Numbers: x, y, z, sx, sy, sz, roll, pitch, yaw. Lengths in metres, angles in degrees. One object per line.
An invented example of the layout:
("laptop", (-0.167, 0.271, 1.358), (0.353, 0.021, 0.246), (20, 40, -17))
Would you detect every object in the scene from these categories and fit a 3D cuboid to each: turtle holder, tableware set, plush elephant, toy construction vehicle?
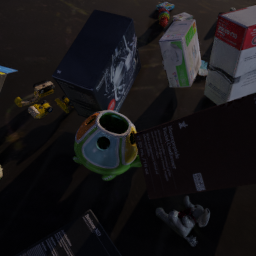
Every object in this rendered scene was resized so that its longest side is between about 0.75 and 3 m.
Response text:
("turtle holder", (-0.365, 0.456, 7.138), (2.053, 1.458, 1.560), (43, 50, 17))
("tableware set", (2.625, -4.521, 13.021), (1.059, 0.321, 1.602), (-4, 45, -4))
("plush elephant", (1.326, 1.932, 6.185), (1.081, 0.890, 0.837), (44, 70, 1))
("toy construction vehicle", (-2.597, -0.854, 9.196), (1.485, 0.601, 1.706), (39, 52, 24))

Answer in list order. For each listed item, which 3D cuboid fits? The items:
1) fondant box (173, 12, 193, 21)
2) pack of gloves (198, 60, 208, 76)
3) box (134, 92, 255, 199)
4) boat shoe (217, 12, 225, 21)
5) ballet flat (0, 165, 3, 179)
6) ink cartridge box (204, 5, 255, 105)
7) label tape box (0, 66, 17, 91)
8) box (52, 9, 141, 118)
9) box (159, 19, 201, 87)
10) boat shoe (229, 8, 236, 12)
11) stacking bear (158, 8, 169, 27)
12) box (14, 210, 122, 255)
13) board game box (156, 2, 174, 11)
("fondant box", (2.754, -5.514, 14.080), (0.824, 0.240, 0.594), (-27, 51, -26))
("pack of gloves", (2.689, -2.473, 11.021), (0.921, 0.216, 1.096), (5, 44, 7))
("box", (1.657, 0.420, 5.462), (1.112, 2.967, 1.486), (-2, 75, -52))
("boat shoe", (5.184, -5.674, 14.121), (1.424, 0.403, 0.489), (-12, 46, -12))
("ballet flat", (-3.876, 0.729, 7.566), (0.691, 0.584, 1.828), (-29, 51, -27))
("ink cartridge box", (3.764, -2.197, 8.910), (2.064, 2.860, 1.198), (-20, 45, -19))
("label tape box", (-5.521, -1.614, 9.481), (2.058, 0.903, 2.854), (17, 20, 16))
("box", (-0.731, -1.659, 8.177), (1.258, 2.201, 2.417), (20, 72, 18))
("box", (1.855, -2.584, 9.775), (0.860, 1.779, 1.570), (4, 42, 29))
("boat shoe", (5.173, -4.749, 12.922), (0.722, 0.865, 2.318), (-2, 50, -9))
("stacking bear", (1.757, -5.355, 13.755), (0.554, 0.592, 0.974), (3, 53, 3))
("box", (-0.752, 2.992, 5.025), (1.708, 0.954, 2.420), (-28, 51, -22))
("board game box", (2.007, -6.548, 15.153), (0.814, 0.191, 0.614), (-33, 54, -29))
